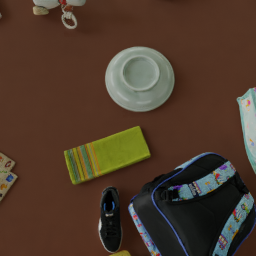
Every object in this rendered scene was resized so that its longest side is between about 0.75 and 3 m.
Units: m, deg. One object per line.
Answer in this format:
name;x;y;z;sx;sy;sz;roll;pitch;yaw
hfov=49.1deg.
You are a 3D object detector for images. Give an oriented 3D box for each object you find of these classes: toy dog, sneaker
toy dog;-2.349;-4.341;9.416;2.024;1.335;0.975;22;39;0
sneaker;-0.534;2.560;7.789;0.672;1.029;1.839;-4;77;-1

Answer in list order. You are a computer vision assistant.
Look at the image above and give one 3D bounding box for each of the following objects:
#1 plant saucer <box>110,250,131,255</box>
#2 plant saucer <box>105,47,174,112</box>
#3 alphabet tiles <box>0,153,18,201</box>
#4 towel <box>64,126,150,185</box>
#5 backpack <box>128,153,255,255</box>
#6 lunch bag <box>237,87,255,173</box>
plant saucer;-0.491;4.641;6.457;2.912;0.706;2.912;-2;62;-39
plant saucer;0.388;-1.673;8.986;2.266;0.569;2.266;0;77;0
alphabet tiles;-4.330;1.593;8.507;1.535;0.069;1.836;31;79;7
towel;-0.644;0.814;8.600;2.509;0.227;1.080;-20;79;-5
backpack;1.839;2.136;7.408;2.880;1.937;2.629;-28;82;-35
lunch bag;4.576;0.063;8.067;2.195;1.572;2.577;-7;78;2
